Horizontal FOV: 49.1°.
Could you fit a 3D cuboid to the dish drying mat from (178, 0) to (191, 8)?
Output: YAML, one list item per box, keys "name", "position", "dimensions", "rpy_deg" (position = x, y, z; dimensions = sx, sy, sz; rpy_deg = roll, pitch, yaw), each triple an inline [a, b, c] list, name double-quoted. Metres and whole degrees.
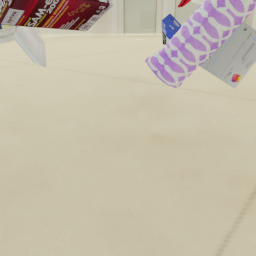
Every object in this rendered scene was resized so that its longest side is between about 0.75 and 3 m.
- name: "dish drying mat"
  position: [2.191, -4.519, 9.479]
  dimensions: [0.774, 0.183, 2.016]
  rpy_deg: [-33, 9, 6]

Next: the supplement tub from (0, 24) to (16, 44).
- name: "supplement tub"
  position: [-3.347, -3.139, 6.921]
  dimensions: [1.271, 1.753, 1.271]
  rpy_deg: [4, 54, -6]

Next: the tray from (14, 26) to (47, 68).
- name: "tray"
  position: [-1.986, -1.769, 5.650]
  dimensions: [0.173, 0.837, 1.559]
  rpy_deg: [-32, 36, 5]

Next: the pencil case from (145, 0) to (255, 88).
- name: "pencil case"
  position: [1.006, -1.372, 4.058]
  dimensions: [0.726, 1.699, 0.713]
  rpy_deg: [51, 26, 16]

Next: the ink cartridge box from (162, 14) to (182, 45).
- name: "ink cartridge box"
  position: [1.753, -3.492, 10.794]
  dimensions: [0.430, 0.914, 1.944]
  rpy_deg: [-39, -10, 1]

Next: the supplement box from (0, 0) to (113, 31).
- name: "supplement box"
  position: [-1.297, -2.270, 5.032]
  dimensions: [1.833, 0.558, 0.998]
  rpy_deg: [-13, -6, -42]

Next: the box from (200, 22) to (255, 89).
- name: "box"
  position: [2.386, -2.082, 7.112]
  dimensions: [1.835, 1.430, 0.378]
  rpy_deg: [30, 22, -6]

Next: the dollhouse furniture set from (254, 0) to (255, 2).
- name: "dollhouse furniture set"
  position: [3.013, -2.258, 4.952]
  dimensions: [2.093, 1.164, 1.851]
  rpy_deg: [14, 68, 6]
